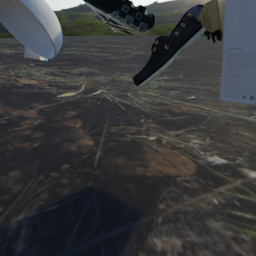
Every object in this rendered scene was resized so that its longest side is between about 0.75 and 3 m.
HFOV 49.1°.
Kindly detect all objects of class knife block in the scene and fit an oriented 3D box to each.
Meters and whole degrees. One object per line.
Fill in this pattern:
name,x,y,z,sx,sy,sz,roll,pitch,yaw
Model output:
knife block,2.256,-2.742,7.361,0.322,0.883,1.005,-31,-7,-5

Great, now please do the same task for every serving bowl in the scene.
serving bowl,-2.587,-2.960,7.310,2.353,2.353,0.774,21,66,41

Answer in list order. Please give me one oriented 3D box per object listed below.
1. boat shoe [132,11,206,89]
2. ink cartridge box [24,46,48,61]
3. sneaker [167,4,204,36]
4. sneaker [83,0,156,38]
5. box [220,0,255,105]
boat shoe,0.931,-1.967,7.162,2.398,0.751,0.877,-46,8,-7
ink cartridge box,-2.865,-2.990,8.961,0.535,1.578,0.915,9,11,-3
sneaker,1.891,-3.201,9.851,0.902,2.424,1.061,40,58,-6
sneaker,-0.556,-3.627,8.747,2.706,1.003,1.197,31,-16,-12
box,3.403,-2.313,7.159,1.462,2.999,1.866,12,32,32
